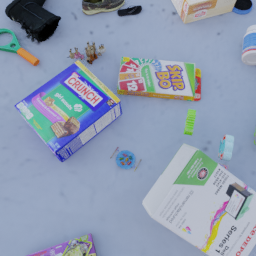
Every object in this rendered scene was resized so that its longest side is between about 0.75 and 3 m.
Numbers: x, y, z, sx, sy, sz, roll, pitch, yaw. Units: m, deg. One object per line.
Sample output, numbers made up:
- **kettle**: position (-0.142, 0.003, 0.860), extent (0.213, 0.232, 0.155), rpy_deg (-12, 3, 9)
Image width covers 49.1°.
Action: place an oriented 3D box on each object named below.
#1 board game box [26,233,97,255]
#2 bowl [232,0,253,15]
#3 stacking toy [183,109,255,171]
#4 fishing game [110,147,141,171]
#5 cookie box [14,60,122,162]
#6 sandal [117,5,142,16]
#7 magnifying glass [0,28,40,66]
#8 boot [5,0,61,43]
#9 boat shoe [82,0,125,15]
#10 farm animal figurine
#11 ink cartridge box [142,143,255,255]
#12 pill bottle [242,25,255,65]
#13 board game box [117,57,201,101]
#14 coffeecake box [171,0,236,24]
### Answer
- **board game box**: position (-1.627, 3.439, 7.002), extent (1.744, 0.282, 1.047), rpy_deg (-16, 71, -7)
- **bowl**: position (4.289, -4.671, 10.603), extent (0.856, 0.168, 0.856), rpy_deg (0, 66, 0)
- **stacking toy**: position (2.563, 1.030, 7.563), extent (2.251, 0.702, 2.986), rpy_deg (10, 77, 4)
- **fishing game**: position (-0.077, 0.915, 8.171), extent (0.844, 0.131, 0.604), rpy_deg (31, 67, 13)
- **cookie box**: position (-1.718, -0.555, 8.380), extent (2.390, 0.898, 2.045), rpy_deg (-40, 71, -16)
- **sandal**: position (0.079, -4.388, 10.455), extent (0.966, 0.207, 0.367), rpy_deg (-17, 67, -7)
- **magnifying glass**: position (-3.932, -2.806, 9.754), extent (2.153, 0.241, 0.857), rpy_deg (36, 71, 14)
- **boot**: position (-3.142, -4.245, 10.067), extent (1.799, 0.812, 2.195), rpy_deg (38, 79, 18)
- **boat shoe**: position (-0.910, -4.681, 10.395), extent (1.669, 0.549, 0.596), rpy_deg (-17, 67, -7)
- **farm animal figurine**: position (-1.381, -2.489, 9.486), extent (1.032, 0.538, 1.021), rpy_deg (20, 55, 16)
- **ink cartridge box**: position (1.893, 1.827, 6.565), extent (2.485, 1.043, 1.799), rpy_deg (36, 88, -10)
- **pill bottle**: position (4.268, -2.836, 9.492), extent (0.718, 0.718, 1.279), rpy_deg (12, 68, 5)
- **board game box**: position (1.060, -1.609, 9.171), extent (2.718, 0.407, 1.298), rpy_deg (6, 67, 0)
- **coffeecake box**: position (2.574, -5.367, 10.482), extent (1.979, 0.942, 2.578), rpy_deg (-18, 67, -8)
